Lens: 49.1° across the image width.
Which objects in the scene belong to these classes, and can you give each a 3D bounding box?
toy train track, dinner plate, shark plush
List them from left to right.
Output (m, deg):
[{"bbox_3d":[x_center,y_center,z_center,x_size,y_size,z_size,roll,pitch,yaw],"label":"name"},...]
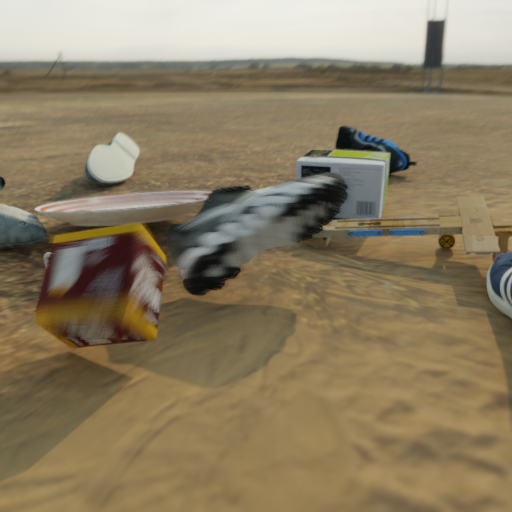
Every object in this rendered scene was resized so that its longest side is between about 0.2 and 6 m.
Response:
[{"bbox_3d":[-4.936,-0.384,8.970,2.829,1.285,1.178,-10,53,-38],"label":"shark plush"},{"bbox_3d":[-2.276,-0.865,10.198,3.266,0.396,3.266,-4,9,1],"label":"dinner plate"},{"bbox_3d":[2.718,-0.279,9.209,3.885,0.632,2.228,0,26,16],"label":"toy train track"}]

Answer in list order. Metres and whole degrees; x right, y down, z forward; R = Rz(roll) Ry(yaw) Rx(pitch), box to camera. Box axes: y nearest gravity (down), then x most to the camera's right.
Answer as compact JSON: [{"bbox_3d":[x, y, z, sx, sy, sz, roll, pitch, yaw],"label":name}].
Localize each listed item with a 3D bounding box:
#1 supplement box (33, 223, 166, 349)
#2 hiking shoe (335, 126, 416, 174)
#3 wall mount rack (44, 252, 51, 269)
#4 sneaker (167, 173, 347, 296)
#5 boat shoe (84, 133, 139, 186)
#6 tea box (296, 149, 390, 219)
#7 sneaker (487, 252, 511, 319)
[{"bbox_3d":[-1.660,0.342,6.130,1.067,0.718,1.082,-7,57,13],"label":"supplement box"},{"bbox_3d":[3.206,-2.891,15.851,1.261,1.082,2.910,1,28,-20],"label":"hiking shoe"},{"bbox_3d":[-2.382,0.038,8.284,1.190,0.511,1.369,5,21,18],"label":"wall mount rack"},{"bbox_3d":[-0.050,-0.604,7.917,2.837,0.943,1.283,-30,50,-18],"label":"sneaker"},{"bbox_3d":[-3.886,-2.350,14.723,0.936,1.103,3.031,-40,19,20],"label":"boat shoe"},{"bbox_3d":[1.820,-1.524,11.633,1.726,1.153,1.698,6,21,17],"label":"tea box"},{"bbox_3d":[3.503,0.265,6.557,1.146,1.292,3.057,3,20,9],"label":"sneaker"}]
